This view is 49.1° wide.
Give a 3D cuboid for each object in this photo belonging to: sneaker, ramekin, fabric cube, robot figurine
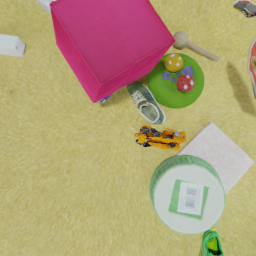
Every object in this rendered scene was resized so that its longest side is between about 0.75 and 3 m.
[{"bbox_3d":[4.555,-4.460,10.566,1.193,0.460,0.489,17,88,3],"label":"sneaker"},{"bbox_3d":[1.875,2.122,8.918,2.448,1.196,2.448,0,90,6],"label":"ramekin"},{"bbox_3d":[-0.518,-2.404,7.824,2.358,2.350,2.313,-32,90,-12],"label":"fabric cube"},{"bbox_3d":[0.564,-0.897,9.703,0.639,0.856,1.907,-41,83,22],"label":"sneaker"},{"bbox_3d":[0.815,0.254,7.381,1.292,0.937,0.376,12,58,-4],"label":"robot figurine"},{"bbox_3d":[2.665,4.197,9.019,0.679,0.767,1.834,0,82,-1],"label":"sneaker"}]

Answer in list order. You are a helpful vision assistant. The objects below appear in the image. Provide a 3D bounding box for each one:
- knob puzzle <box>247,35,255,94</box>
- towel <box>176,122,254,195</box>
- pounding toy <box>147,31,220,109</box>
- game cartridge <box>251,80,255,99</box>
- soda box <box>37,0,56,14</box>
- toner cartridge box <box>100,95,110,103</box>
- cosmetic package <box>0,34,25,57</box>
[{"bbox_3d":[3.749,-1.568,7.349,0.339,2.443,2.443,-21,82,-7],"label":"knob puzzle"},{"bbox_3d":[2.943,1.153,9.725,2.009,0.339,2.103,-44,84,-7],"label":"towel"},{"bbox_3d":[1.902,-2.066,9.762,2.088,1.255,2.705,32,83,5],"label":"pounding toy"},{"bbox_3d":[5.653,-1.829,10.183,2.236,0.429,1.449,-7,77,-1],"label":"game cartridge"},{"bbox_3d":[-2.388,-4.347,10.160,1.936,0.661,0.614,34,83,22],"label":"soda box"},{"bbox_3d":[-1.109,-1.356,10.188,0.427,0.194,0.898,-44,84,-6],"label":"toner cartridge box"},{"bbox_3d":[-4.533,-3.026,10.190,1.296,0.731,0.526,7,82,0],"label":"cosmetic package"}]
